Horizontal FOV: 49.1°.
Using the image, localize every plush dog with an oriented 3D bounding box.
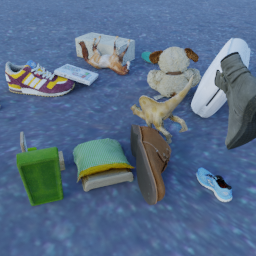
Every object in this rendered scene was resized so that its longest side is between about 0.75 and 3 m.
[{"bbox_3d":[1.638,-2.068,10.201,2.075,1.782,1.665,-1,34,11],"label":"plush dog"}]

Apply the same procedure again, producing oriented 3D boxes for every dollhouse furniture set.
[{"bbox_3d":[-1.215,0.585,6.794,2.572,1.291,1.685,-10,35,-15],"label":"dollhouse furniture set"}]

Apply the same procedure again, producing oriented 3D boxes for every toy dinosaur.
[{"bbox_3d":[0.905,-0.336,7.683,0.848,1.474,2.914,-42,13,-26],"label":"toy dinosaur"}]

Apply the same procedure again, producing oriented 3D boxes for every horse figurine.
[{"bbox_3d":[-1.017,-3.302,12.755,2.660,1.763,0.664,8,-5,14],"label":"horse figurine"}]

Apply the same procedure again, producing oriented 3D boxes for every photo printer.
[{"bbox_3d":[3.120,-1.666,9.452,0.918,2.200,2.645,32,39,3],"label":"photo printer"}]

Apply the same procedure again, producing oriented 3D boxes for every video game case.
[{"bbox_3d":[-2.054,-2.204,11.418,1.443,0.188,1.585,18,23,-1],"label":"video game case"}]

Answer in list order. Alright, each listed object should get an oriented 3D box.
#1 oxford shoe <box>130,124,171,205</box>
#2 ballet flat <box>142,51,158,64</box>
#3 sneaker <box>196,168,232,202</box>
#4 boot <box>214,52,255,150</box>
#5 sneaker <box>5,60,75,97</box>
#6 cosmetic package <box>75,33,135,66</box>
[{"bbox_3d":[0.653,0.729,6.921,0.994,0.995,2.790,2,32,-6],"label":"oxford shoe"},{"bbox_3d":[1.379,-3.310,13.493,1.564,0.580,0.580,26,42,31],"label":"ballet flat"},{"bbox_3d":[2.054,1.223,6.577,0.413,0.474,1.053,-19,38,-27],"label":"sneaker"},{"bbox_3d":[2.206,-0.504,5.684,0.676,1.996,1.304,-19,59,-10],"label":"boot"},{"bbox_3d":[-3.383,-1.938,10.687,2.652,1.195,0.994,2,34,2],"label":"sneaker"},{"bbox_3d":[-1.134,-3.957,13.936,2.697,0.986,1.396,21,39,27],"label":"cosmetic package"}]
